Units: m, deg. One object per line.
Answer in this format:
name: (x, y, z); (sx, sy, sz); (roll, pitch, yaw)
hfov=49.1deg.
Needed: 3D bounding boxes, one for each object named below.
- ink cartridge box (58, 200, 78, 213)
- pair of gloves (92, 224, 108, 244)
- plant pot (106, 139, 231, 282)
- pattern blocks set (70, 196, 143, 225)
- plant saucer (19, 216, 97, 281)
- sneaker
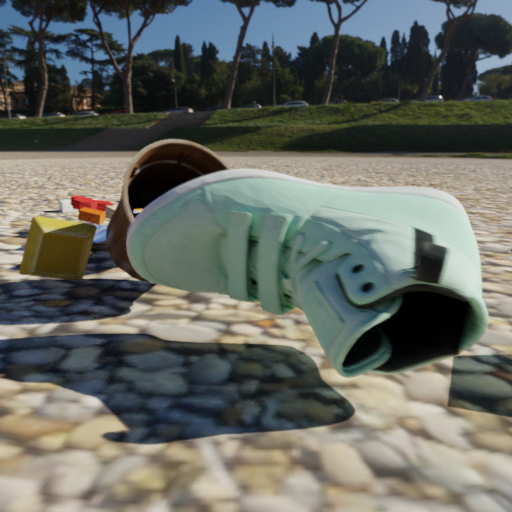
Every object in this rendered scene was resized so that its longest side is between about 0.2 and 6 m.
ink cartridge box: (-4.926, -1.358, 15.159); (0.714, 0.300, 0.520); (-7, 14, -30)
pair of gloves: (-2.302, -0.379, 9.525); (2.901, 0.330, 2.332); (-11, 13, 12)
plant pot: (-1.166, -0.436, 7.191); (1.567, 1.567, 1.551); (-8, -13, -33)
pattern blocks set: (-1.984, -0.653, 11.106); (3.136, 0.289, 3.567); (5, 11, -29)
plant saucer: (-2.594, -0.043, 7.401); (0.852, 0.852, 0.206); (8, 21, -35)
sneaker: (0.239, 0.117, 4.745); (3.301, 1.215, 1.947); (-2, 28, 10)
